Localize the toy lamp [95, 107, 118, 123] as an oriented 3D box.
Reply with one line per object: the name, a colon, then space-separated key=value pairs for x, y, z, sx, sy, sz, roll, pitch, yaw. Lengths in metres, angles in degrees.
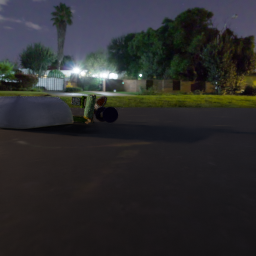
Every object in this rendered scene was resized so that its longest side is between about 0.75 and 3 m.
toy lamp: x=-0.798 y=-0.480 z=9.891 sx=0.590 sy=0.590 sz=2.028 roll=-1 pitch=3 yaw=-16

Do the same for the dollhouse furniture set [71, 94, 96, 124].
dollhouse furniture set: x=-1.799 y=-0.749 z=10.670 sx=0.836 sy=1.091 sz=1.665 roll=3 pitch=4 yaw=-18

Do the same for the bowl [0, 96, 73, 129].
bowl: x=-3.562 y=-0.593 z=9.752 sx=2.713 sy=1.014 sz=2.716 roll=4 pitch=6 yaw=32

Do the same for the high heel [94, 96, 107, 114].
high heel: x=-1.197 y=-1.043 z=12.255 sx=1.310 sy=0.442 sz=0.630 roll=-37 pitch=-1 yaw=39
